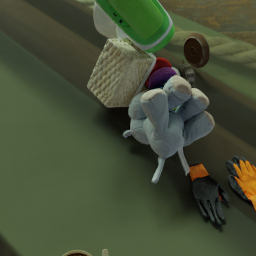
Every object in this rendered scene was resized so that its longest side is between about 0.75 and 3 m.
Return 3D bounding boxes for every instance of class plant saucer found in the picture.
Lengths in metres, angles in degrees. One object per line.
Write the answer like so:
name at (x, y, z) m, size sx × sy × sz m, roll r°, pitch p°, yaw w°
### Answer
plant saucer at (2.060, -2.368, 8.634) m, size 0.187 × 1.088 × 1.088 m, roll -22°, pitch 55°, yaw -26°

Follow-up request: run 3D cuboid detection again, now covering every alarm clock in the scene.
alarm clock at (1.730, -1.464, 8.250) m, size 0.351 × 0.711 × 1.054 m, roll -16°, pitch 55°, yaw -11°

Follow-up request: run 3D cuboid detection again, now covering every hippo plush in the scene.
hippo plush at (0.881, -0.114, 6.712) m, size 1.721 × 2.161 × 1.737 m, roll -10°, pitch 9°, yaw -20°

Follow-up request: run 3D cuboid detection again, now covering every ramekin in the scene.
ramekin at (-0.184, -3.372, 8.033) m, size 0.897 × 1.841 × 1.841 m, roll 28°, pitch 58°, yaw 17°

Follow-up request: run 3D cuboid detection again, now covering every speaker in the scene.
speaker at (0.017, -2.865, 6.401) m, size 1.082 × 2.447 × 1.082 m, roll -32°, pitch 36°, yaw 27°

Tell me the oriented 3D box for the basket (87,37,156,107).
basket at (-0.223, -1.457, 7.450) m, size 1.114 × 1.643 × 1.014 m, roll 45°, pitch 33°, yaw 22°

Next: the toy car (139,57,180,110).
toy car at (0.911, -1.267, 7.766) m, size 1.451 × 1.243 × 1.658 m, roll -13°, pitch 53°, yaw -10°

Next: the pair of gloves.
pair of gloves at (2.306, 1.362, 6.405) m, size 1.712 × 0.212 × 1.525 m, roll -11°, pitch 55°, yaw -7°

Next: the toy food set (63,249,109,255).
toy food set at (-0.933, 2.696, 5.043) m, size 1.320 × 0.265 × 0.911 m, roll -4°, pitch 79°, yaw -15°
